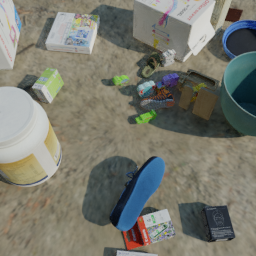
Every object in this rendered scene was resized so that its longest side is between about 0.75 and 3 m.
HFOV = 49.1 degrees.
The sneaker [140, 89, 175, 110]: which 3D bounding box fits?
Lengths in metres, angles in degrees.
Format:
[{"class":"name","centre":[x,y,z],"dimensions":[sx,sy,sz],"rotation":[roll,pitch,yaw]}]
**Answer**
[{"class":"sneaker","centre":[1.036,-1.043,10.127],"dimensions":[1.230,0.477,0.689],"rotation":[-2,47,-1]}]

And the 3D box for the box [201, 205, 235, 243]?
[{"class":"box","centre":[2.485,2.661,7.791],"dimensions":[0.657,0.474,0.885],"rotation":[-4,59,-2]}]

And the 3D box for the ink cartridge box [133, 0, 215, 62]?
[{"class":"ink cartridge box","centre":[1.919,-4.254,11.206],"dimensions":[2.937,1.839,1.888],"rotation":[32,64,18]}]

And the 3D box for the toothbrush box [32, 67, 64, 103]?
[{"class":"toothbrush box","centre":[-2.878,-1.549,10.163],"dimensions":[0.449,0.760,1.044],"rotation":[12,59,21]}]

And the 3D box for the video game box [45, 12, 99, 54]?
[{"class":"video game box","centre":[-2.298,-4.064,11.907],"dimensions":[1.857,0.477,2.038],"rotation":[6,59,6]}]

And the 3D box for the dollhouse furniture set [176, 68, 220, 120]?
[{"class":"dollhouse furniture set","centre":[2.587,-1.579,9.859],"dimensions":[1.594,1.366,1.676],"rotation":[28,63,16]}]

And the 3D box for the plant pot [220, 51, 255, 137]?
[{"class":"plant pot","centre":[4.211,-0.797,9.069],"dimensions":[2.797,1.883,2.797],"rotation":[1,58,-1]}]

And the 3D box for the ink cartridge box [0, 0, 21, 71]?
[{"class":"ink cartridge box","centre":[-5.181,-3.904,10.873],"dimensions":[1.188,2.028,2.807],"rotation":[-3,59,-1]}]

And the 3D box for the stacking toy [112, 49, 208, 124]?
[{"class":"stacking toy","centre":[1.109,-1.589,10.285],"dimensions":[2.877,0.676,2.169],"rotation":[-24,62,-13]}]

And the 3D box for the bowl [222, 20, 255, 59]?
[{"class":"bowl","centre":[4.860,-3.498,11.399],"dimensions":[1.993,0.391,1.993],"rotation":[-3,68,7]}]

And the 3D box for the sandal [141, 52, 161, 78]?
[{"class":"sandal","centre":[0.933,-2.503,10.997],"dimensions":[0.518,0.372,1.304],"rotation":[19,61,11]}]

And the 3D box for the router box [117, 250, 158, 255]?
[{"class":"router box","centre":[0.206,3.757,7.243],"dimensions":[1.093,0.267,0.981],"rotation":[5,59,3]}]

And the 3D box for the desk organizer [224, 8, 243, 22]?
[{"class":"desk organizer","centre":[4.250,-5.296,12.555],"dimensions":[1.667,0.642,0.598],"rotation":[12,59,7]}]

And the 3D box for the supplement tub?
[{"class":"supplement tub","centre":[-3.080,0.330,7.889],"dimensions":[1.968,2.725,1.968],"rotation":[0,59,0]}]

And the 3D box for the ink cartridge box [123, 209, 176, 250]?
[{"class":"ink cartridge box","centre":[0.554,2.815,7.771],"dimensions":[1.361,0.343,0.742],"rotation":[-13,60,-9]}]

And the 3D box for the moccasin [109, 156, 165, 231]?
[{"class":"moccasin","centre":[0.174,1.724,8.000],"dimensions":[2.326,0.936,0.793],"rotation":[-51,28,-23]}]

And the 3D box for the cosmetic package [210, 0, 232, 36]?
[{"class":"cosmetic package","centre":[3.511,-4.953,11.512],"dimensions":[1.072,2.071,0.757],"rotation":[36,63,21]}]
